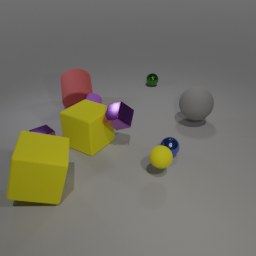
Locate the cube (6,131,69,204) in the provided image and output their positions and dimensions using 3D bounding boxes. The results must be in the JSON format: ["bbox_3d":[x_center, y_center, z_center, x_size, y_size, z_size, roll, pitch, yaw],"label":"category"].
[{"bbox_3d":[-2.485,1.097,7.882,1.400,1.400,1.400,10,27,-16],"label":"cube"}]

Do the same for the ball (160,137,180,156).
[{"bbox_3d":[1.462,0.664,9.853,0.700,0.700,0.700,0,30,0],"label":"ball"}]

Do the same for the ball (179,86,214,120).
[{"bbox_3d":[2.816,-1.013,11.554,1.400,1.400,1.400,0,30,0],"label":"ball"}]

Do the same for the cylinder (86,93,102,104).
[{"bbox_3d":[-1.493,-1.009,11.859,0.700,0.700,0.700,2,38,4],"label":"cylinder"}]

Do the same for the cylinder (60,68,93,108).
[{"bbox_3d":[-2.343,-1.751,12.852,1.400,1.400,1.400,-6,61,-10],"label":"cylinder"}]

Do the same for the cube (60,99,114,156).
[{"bbox_3d":[-1.470,-0.054,10.380,1.400,1.400,1.400,18,34,28],"label":"cube"}]

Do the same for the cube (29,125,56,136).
[{"bbox_3d":[-3.114,0.394,10.301,0.700,0.700,0.700,-23,36,-34],"label":"cube"}]

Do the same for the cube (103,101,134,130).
[{"bbox_3d":[-0.315,-0.416,9.745,0.700,0.700,0.700,-10,58,43],"label":"cube"}]

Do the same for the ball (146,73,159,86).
[{"bbox_3d":[1.364,-2.708,15.700,0.700,0.700,0.700,0,30,0],"label":"ball"}]

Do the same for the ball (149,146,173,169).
[{"bbox_3d":[1.008,0.888,8.568,0.700,0.700,0.700,0,30,0],"label":"ball"}]
